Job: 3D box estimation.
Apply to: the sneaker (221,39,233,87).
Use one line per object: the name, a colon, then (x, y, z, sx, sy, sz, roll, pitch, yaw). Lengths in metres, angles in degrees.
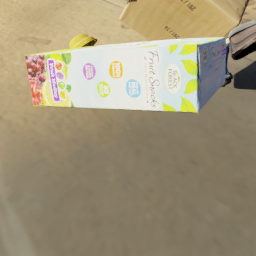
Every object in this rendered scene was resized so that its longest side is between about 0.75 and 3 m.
sneaker: (2.312, -1.471, 6.818, 0.548, 1.427, 0.794, -21, 72, -9)

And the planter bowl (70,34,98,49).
planter bowl: (-1.556, -2.738, 9.115, 1.089, 1.089, 0.453, -41, 98, -39)

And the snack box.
snack box: (0.104, -0.877, 4.242, 2.409, 0.815, 2.031, 5, 20, 25)

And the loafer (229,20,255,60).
loafer: (2.381, -1.531, 4.442, 0.601, 0.527, 1.672, 17, -16, -33)

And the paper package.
paper package: (1.557, -3.498, 8.039, 2.777, 2.647, 1.437, 32, 65, -11)
